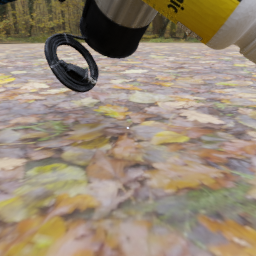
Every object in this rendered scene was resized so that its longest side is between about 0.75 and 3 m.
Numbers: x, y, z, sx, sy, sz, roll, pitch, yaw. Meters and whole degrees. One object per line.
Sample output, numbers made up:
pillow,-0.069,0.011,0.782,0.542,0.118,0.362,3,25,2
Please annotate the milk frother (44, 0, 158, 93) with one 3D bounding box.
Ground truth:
milk frother,-0.352,-2.543,6.065,2.632,2.917,2.743,4,-23,-21

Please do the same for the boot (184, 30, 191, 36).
boot,2.030,-3.346,7.513,1.422,1.245,0.470,-24,0,5

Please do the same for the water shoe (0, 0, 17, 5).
water shoe,-2.820,-3.269,6.432,2.043,0.731,0.806,-18,33,1

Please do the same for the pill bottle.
pill bottle,1.196,-2.023,3.959,2.540,1.413,1.413,34,23,-1
